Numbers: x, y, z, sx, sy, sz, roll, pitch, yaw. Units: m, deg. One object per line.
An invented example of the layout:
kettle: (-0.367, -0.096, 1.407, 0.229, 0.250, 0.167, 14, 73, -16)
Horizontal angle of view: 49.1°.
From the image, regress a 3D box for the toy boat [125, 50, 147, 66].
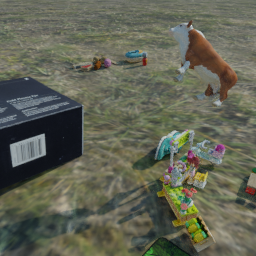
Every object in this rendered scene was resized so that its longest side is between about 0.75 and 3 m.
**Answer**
toy boat: (0.508, -3.319, 12.896, 1.070, 0.592, 1.273, -16, 34, -26)

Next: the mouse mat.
mouse mat: (0.718, 2.272, 4.035, 1.380, 0.052, 1.110, 23, 38, 34)

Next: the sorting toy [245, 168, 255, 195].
sorting toy: (2.697, 1.189, 5.737, 0.453, 0.159, 0.939, 17, 34, 26)

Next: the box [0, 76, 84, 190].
box: (-2.781, -0.010, 6.341, 2.668, 1.389, 2.430, -21, 38, -40)

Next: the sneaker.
sneaker: (1.047, 0.423, 6.777, 0.476, 0.464, 1.196, 30, 41, 27)

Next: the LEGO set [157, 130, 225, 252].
LEGO set: (1.190, 0.894, 5.405, 1.236, 1.000, 2.686, 10, 32, 16)

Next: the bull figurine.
bull figurine: (1.391, -1.210, 5.388, 1.057, 1.742, 0.567, -56, 14, -11)

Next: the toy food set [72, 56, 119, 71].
toy food set: (-1.393, -2.893, 12.457, 1.928, 0.304, 1.226, -24, 38, -35)
